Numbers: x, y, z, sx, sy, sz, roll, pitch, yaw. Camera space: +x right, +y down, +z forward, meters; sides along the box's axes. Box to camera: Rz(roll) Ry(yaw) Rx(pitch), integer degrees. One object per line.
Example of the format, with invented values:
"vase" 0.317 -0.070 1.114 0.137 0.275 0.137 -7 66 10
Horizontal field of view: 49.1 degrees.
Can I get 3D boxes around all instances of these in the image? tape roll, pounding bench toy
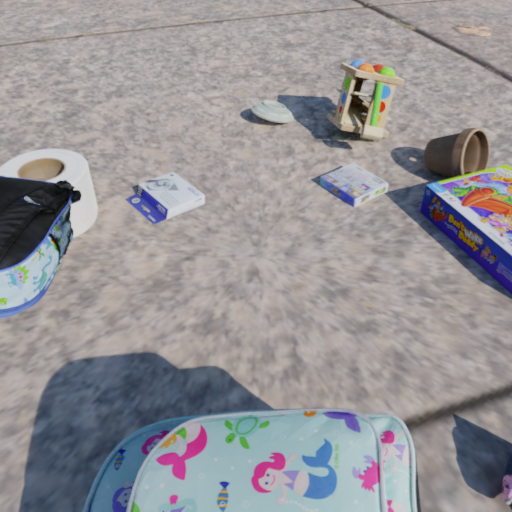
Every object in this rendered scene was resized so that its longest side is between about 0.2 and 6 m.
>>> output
"tape roll" -3.774 -1.111 10.190 1.576 1.082 1.576 -1 40 0
"pounding bench toy" 2.492 -3.416 12.231 1.144 1.436 1.841 7 25 -13

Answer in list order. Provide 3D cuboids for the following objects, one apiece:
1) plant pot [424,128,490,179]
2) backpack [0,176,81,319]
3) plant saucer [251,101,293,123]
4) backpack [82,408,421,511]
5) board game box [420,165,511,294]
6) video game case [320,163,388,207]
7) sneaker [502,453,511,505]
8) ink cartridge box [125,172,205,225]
"plant pot" 4.015 -2.033 11.414 1.163 1.163 1.015 -34 33 -34
"backpack" -3.955 -0.062 8.411 2.061 1.655 2.253 9 38 -2
"plant saucer" 0.414 -3.532 13.539 1.071 0.269 1.071 12 31 -7
"backpack" -0.094 2.630 4.769 2.999 2.258 2.662 -4 53 14
"board game box" 4.539 -0.475 9.770 1.916 0.638 2.850 -16 42 -18
"video game case" 1.957 -1.436 11.247 0.919 0.230 1.014 -25 46 -27
"sneaker" 3.678 2.832 5.870 2.169 0.761 0.890 28 65 32
"ink cartridge box" -1.786 -1.152 10.902 1.164 0.236 1.162 -28 47 -30
